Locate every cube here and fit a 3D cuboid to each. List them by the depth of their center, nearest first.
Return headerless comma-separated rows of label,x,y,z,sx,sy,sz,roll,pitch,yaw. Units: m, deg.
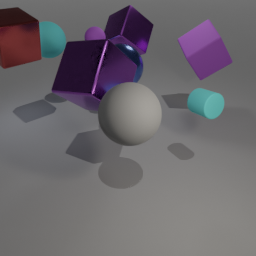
cube,-0.831,-1.285,7.213,1.400,1.400,1.400,9,-11,34
cube,-3.888,-3.026,9.325,1.400,1.400,1.400,-27,52,-36
cube,3.016,-3.056,11.044,1.400,1.400,1.400,-29,45,21
cube,-0.036,-3.855,11.508,1.400,1.400,1.400,25,-16,-37

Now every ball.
ball,0.038,-0.301,6.183,1.400,1.400,1.400,0,29,0
ball,-0.220,-1.893,8.683,1.400,1.400,1.400,0,29,0
ball,-1.102,-3.025,9.370,0.700,0.700,0.700,0,29,0
ball,-3.188,-3.507,11.175,1.400,1.400,1.400,0,29,0

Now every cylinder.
cylinder,2.080,-0.662,7.522,0.700,0.700,0.700,-14,25,-24
